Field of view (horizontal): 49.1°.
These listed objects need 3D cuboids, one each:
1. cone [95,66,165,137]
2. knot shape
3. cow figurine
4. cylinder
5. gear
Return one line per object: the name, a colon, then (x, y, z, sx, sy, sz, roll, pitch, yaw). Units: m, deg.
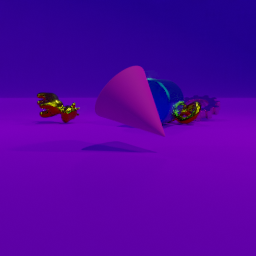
cone: (0.233, -0.247, 4.794, 1.151, 1.146, 1.146, 46, 26, 19)
knot shape: (1.727, -0.528, 9.545, 1.386, 0.684, 1.481, -6, 8, 1)
cow figurine: (-2.404, -0.743, 9.673, 1.323, 0.738, 1.344, -7, 45, -22)
cylinder: (0.859, -0.793, 8.558, 1.377, 1.377, 1.377, 4, 9, 28)
gear: (2.707, -0.810, 10.998, 1.720, 0.318, 1.720, -9, 27, 5)
